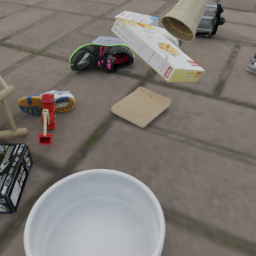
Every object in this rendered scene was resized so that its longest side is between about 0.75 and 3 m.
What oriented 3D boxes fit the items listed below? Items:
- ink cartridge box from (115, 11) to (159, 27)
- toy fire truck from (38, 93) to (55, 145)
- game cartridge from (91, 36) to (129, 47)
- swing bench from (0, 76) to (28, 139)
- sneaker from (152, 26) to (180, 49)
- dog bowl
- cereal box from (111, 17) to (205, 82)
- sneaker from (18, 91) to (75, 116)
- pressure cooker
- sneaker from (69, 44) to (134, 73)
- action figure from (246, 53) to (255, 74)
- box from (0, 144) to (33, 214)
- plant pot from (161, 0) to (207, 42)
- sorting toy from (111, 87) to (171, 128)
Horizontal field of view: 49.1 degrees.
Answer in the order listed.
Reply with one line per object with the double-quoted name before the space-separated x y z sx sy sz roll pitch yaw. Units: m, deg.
"ink cartridge box" 0.424 -5.301 14.200 1.960 0.654 1.135 22 45 23
"toy fire truck" -2.329 -0.290 8.059 0.356 1.461 1.031 -1 5 -8
"game cartridge" -0.768 -3.788 12.739 1.618 0.327 1.079 17 47 18
"swing bench" -4.771 -0.613 7.931 2.728 1.770 2.713 -26 47 -26
"sneaker" 1.775 -3.769 12.161 1.181 1.036 2.947 -8 41 -14
"dog bowl" -0.591 2.062 5.395 2.531 0.997 2.531 0 40 0
"cereal box" 0.770 -1.954 7.052 2.139 0.423 1.539 46 33 22
"sneaker" -2.645 -0.860 9.158 1.772 0.667 0.781 -2 32 -16
"pressure cooker" 3.761 -5.218 13.374 1.725 1.541 1.517 8 71 4
"sneaker" -0.985 -2.716 10.944 2.650 1.017 1.110 -14 38 -14
"action figure" 5.663 -2.643 11.034 1.550 0.826 2.382 34 54 26
"box" -3.178 1.163 6.665 1.325 0.697 1.618 -1 41 -1
"plant pot" 2.207 -4.244 10.535 1.461 1.461 1.338 31 86 31
"sorting toy" 0.435 -0.686 9.186 1.409 0.278 1.522 28 53 29
